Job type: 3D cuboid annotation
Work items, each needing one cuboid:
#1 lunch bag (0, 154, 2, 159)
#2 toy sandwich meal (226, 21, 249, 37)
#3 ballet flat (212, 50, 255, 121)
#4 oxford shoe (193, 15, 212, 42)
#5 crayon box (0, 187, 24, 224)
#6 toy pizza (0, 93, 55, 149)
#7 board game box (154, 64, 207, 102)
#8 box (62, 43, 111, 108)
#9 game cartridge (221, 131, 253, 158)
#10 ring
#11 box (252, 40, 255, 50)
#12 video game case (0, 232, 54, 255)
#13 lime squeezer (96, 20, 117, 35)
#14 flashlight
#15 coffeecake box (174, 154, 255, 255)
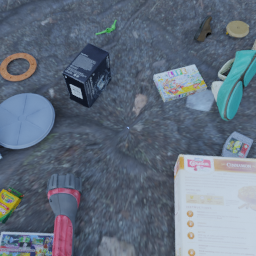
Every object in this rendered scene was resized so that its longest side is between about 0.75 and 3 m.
[{"bbox_3d":[-4.372,0.611,7.971,1.048,0.786,1.236,-34,92,-17],"label":"lunch bag"},{"bbox_3d":[4.132,-3.702,10.585,0.910,0.312,0.910,-1,64,2],"label":"toy sandwich meal"},{"bbox_3d":[3.343,-1.435,9.100,1.049,1.004,2.981,16,60,37],"label":"ballet flat"},{"bbox_3d":[2.928,-3.701,10.526,0.528,0.454,1.251,27,73,4],"label":"oxford shoe"},{"bbox_3d":[-3.297,2.041,7.525,0.553,0.221,0.871,25,64,13],"label":"crayon box"},{"bbox_3d":[-3.242,-0.222,8.689,1.976,0.313,1.976,-1,61,1],"label":"toy pizza"},{"bbox_3d":[1.735,-1.513,9.408,1.501,0.257,1.009,-16,63,-9],"label":"board game box"},{"bbox_3d":[-1.235,-1.627,8.837,0.818,1.369,1.392,27,65,14],"label":"box"},{"bbox_3d":[3.210,0.611,8.316,0.691,0.212,1.038,26,65,18],"label":"game cartridge"},{"bbox_3d":[-3.840,-2.128,9.829,1.262,0.121,1.262,0,62,1],"label":"ring"},{"bbox_3d":[4.712,-2.787,9.994,0.530,0.434,1.117,22,63,12],"label":"box"},{"bbox_3d":[-2.551,3.272,6.898,1.434,0.165,1.307,1,62,2],"label":"video game case"},{"bbox_3d":[-0.733,-3.817,10.691,0.381,0.204,1.079,41,70,19],"label":"lime squeezer"},{"bbox_3d":[-1.618,2.513,6.812,0.927,0.930,2.737,18,52,-28],"label":"flashlight"},{"bbox_3d":[2.308,2.184,6.975,2.168,1.032,2.825,3,62,2],"label":"coffeecake box"}]
